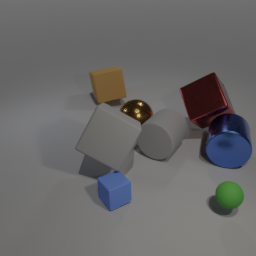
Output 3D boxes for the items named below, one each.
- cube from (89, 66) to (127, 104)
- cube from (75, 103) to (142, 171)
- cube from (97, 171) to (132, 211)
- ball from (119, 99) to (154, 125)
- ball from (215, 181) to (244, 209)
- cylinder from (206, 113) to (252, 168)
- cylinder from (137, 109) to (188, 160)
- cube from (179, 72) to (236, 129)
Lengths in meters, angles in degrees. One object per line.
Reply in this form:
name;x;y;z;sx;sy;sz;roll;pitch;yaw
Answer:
cube;-1.002;-2.133;13.670;1.400;1.400;1.400;-14;19;-11
cube;-0.537;0.209;8.361;1.400;1.400;1.400;28;8;-3
cube;-0.378;1.728;7.823;0.700;0.700;0.700;-17;30;-28
ball;0.316;-0.433;11.041;1.400;1.400;1.400;0;29;0
ball;2.616;1.722;7.222;0.700;0.700;0.700;0;29;0
cylinder;3.416;0.406;9.508;1.400;1.400;1.400;9;30;15
cylinder;1.213;0.192;9.871;1.400;1.400;1.400;16;31;26
cube;2.974;-0.970;10.464;1.400;1.400;1.400;-25;-24;25
